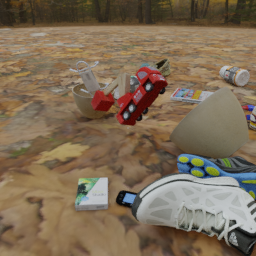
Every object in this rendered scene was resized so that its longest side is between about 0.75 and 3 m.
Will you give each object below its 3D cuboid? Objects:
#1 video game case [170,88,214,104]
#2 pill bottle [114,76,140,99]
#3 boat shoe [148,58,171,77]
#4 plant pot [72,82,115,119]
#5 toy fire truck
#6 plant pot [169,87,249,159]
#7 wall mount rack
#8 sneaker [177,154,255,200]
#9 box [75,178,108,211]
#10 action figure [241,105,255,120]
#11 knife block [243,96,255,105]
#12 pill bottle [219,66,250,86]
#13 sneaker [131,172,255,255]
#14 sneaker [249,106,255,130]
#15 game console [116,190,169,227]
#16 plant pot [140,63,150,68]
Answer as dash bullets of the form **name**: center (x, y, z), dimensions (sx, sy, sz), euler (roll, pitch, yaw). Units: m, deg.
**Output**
- **video game case**: center (3.150, -1.472, 13.040), dimensions (2.046, 0.179, 1.463), euler (10, 27, 20)
- **pill bottle**: center (0.041, -1.943, 13.183), dimensions (0.918, 0.918, 1.624), euler (21, 31, 37)
- **boat shoe**: center (1.490, -3.346, 16.153), dimensions (1.085, 0.928, 2.961), euler (16, 29, 30)
- **plant pot**: center (-1.327, -1.006, 10.910), dimensions (1.611, 1.082, 1.611), euler (2, 29, -1)
- **toy fire truck**: center (-0.049, -1.050, 8.518), dimensions (0.608, 2.494, 1.759), euler (4, 45, -43)
- **plant pot**: center (2.443, 0.145, 7.808), dimensions (2.168, 2.168, 1.455), euler (-23, 67, -40)
- **wall mount rack**: center (-1.407, -1.681, 9.683), dimensions (1.279, 1.472, 0.549), euler (-9, 33, 27)
- **sneaker**: center (2.386, 1.135, 6.885), dimensions (2.380, 0.844, 0.986), euler (10, 16, 13)
- **box**: center (-0.835, 1.535, 6.613), dimensions (0.727, 0.183, 1.007), euler (-1, 24, -4)
- **action figure**: center (5.168, -0.396, 10.041), dimensions (2.465, 0.804, 1.220), euler (-4, 25, -5)
- **knife block**: center (5.550, -1.167, 12.297), dimensions (0.786, 0.252, 0.690), euler (2, 24, 2)
- **pill bottle**: center (5.721, -2.854, 15.158), dimensions (0.887, 0.887, 1.525), euler (-9, 27, -19)
- **sneaker**: center (1.495, 1.625, 5.226), dimensions (2.665, 1.006, 1.534), euler (-1, 23, -23)
- **sneaker**: center (5.205, -0.222, 9.530), dimensions (1.937, 0.873, 0.726), euler (12, 28, 26)
- **game console**: center (0.421, 1.715, 6.238), dimensions (1.461, 0.176, 0.862), euler (8, 26, 18)
- **plant pot**: center (1.084, -3.683, 17.328), dimensions (0.828, 0.558, 0.828), euler (0, 24, 0)
